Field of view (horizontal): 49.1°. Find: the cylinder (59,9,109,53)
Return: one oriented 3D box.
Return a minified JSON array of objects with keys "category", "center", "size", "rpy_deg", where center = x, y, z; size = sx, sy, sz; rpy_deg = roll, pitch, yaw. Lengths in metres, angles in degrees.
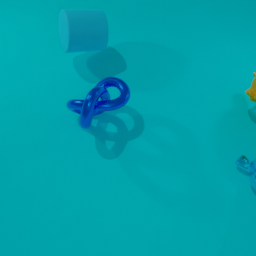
[{"category":"cylinder","center":[-1.417,-3.065,8.854],"size":[1.270,1.270,1.270],"rpy_deg":[-10,60,-23]}]

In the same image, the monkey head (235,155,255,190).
[{"category":"monkey head","center":[3.459,0.989,7.250],"size":[1.153,0.966,1.602],"rpy_deg":[39,58,21]}]

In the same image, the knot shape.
[{"category":"knot shape","center":[-0.894,-0.650,7.616],"size":[1.858,0.859,1.739],"rpy_deg":[-26,15,20]}]

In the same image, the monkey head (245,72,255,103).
[{"category":"monkey head","center":[4.081,-0.988,7.927],"size":[1.066,1.273,1.770],"rpy_deg":[-45,31,-2]}]
